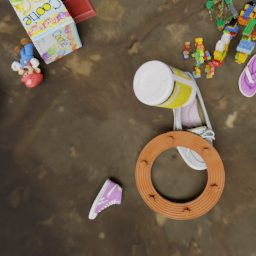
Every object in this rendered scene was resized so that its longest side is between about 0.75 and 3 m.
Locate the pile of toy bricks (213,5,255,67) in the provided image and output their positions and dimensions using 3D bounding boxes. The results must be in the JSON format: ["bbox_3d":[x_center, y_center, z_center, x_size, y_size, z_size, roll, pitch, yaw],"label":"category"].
[{"bbox_3d":[3.879,-2.802,9.242,1.476,1.314,2.661,26,62,24],"label":"pile of toy bricks"}]

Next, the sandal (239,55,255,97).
[{"bbox_3d":[4.198,-1.841,9.444,0.668,0.403,1.641,21,75,6],"label":"sandal"}]

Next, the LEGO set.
[{"bbox_3d":[3.453,-4.120,10.059,0.994,0.749,1.292,-37,71,21],"label":"LEGO set"}]

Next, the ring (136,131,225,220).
[{"bbox_3d":[1.478,1.386,8.198,2.599,0.249,2.599,0,90,12],"label":"ring"}]

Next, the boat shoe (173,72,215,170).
[{"bbox_3d":[1.984,-0.234,8.695,1.115,0.970,3.026,-6,74,-2],"label":"boat shoe"}]

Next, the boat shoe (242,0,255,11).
[{"bbox_3d":[4.494,-4.516,10.262,0.842,0.279,0.315,-43,79,-11],"label":"boat shoe"}]

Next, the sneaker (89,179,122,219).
[{"bbox_3d":[-0.609,2.221,8.291,0.718,0.456,1.259,29,76,5],"label":"sneaker"}]

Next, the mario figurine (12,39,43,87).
[{"bbox_3d":[-3.396,-2.118,9.233,0.899,1.047,1.696,-15,70,-17],"label":"mario figurine"}]

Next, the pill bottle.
[{"bbox_3d":[1.051,-1.063,7.343,1.065,1.863,1.065,-1,89,34],"label":"pill bottle"}]

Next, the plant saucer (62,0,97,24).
[{"bbox_3d":[-1.837,-4.429,10.287,1.055,0.194,1.057,-26,77,-7],"label":"plant saucer"}]

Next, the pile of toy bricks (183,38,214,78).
[{"bbox_3d":[2.394,-2.457,9.432,0.855,0.761,1.541,-9,74,-3],"label":"pile of toy bricks"}]

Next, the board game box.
[{"bbox_3d":[-2.932,-3.863,9.463,1.423,1.448,2.762,-30,75,-7],"label":"board game box"}]
